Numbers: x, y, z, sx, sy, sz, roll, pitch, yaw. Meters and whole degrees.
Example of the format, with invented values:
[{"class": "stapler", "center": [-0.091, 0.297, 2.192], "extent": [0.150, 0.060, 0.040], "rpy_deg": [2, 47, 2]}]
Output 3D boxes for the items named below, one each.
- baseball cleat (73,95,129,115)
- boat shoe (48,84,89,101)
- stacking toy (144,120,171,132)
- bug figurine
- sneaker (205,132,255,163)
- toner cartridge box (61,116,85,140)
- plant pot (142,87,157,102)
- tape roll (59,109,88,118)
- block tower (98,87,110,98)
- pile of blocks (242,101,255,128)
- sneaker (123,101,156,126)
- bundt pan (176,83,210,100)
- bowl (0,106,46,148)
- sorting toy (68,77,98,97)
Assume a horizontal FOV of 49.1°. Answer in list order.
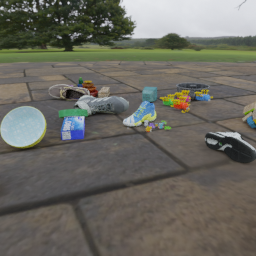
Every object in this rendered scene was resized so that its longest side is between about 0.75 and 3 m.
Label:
[{"class": "baseball cleat", "center": [-1.276, -0.887, 12.654], "extent": [2.549, 0.889, 1.357], "rpy_deg": [5, 33, 27]}, {"class": "boat shoe", "center": [-3.286, -1.888, 15.253], "extent": [2.282, 0.820, 0.679], "rpy_deg": [6, 16, 1]}, {"class": "stacking toy", "center": [1.131, -0.070, 10.997], "extent": [0.978, 0.230, 0.737], "rpy_deg": [0, 21, -7]}, {"class": "bug figurine", "center": [2.872, -1.382, 14.033], "extent": [2.534, 0.652, 1.965], "rpy_deg": [-20, 21, -35]}, {"class": "sneaker", "center": [3.427, 0.451, 8.730], "extent": [1.087, 0.713, 1.890], "rpy_deg": [-12, 20, -25]}, {"class": "toner cartridge box", "center": [-2.061, -0.027, 10.608], "extent": [0.794, 0.361, 1.671], "rpy_deg": [-3, 20, -7]}, {"class": "plant pot", "center": [1.109, -1.744, 14.997], "extent": [0.700, 0.701, 0.992], "rpy_deg": [6, 23, 17]}, {"class": "tape roll", "center": [-2.283, -0.590, 11.705], "extent": [1.184, 0.285, 1.184], "rpy_deg": [-4, -2, 0]}, {"class": "block tower", "center": [-1.358, -2.014, 16.128], "extent": [0.460, 0.429, 1.590], "rpy_deg": [2, 20, 3]}, {"class": "pile of blocks", "center": [5.211, -0.315, 11.324], "extent": [0.630, 0.832, 2.026], "rpy_deg": [41, 28, -12]}, {"class": "sneaker", "center": [0.478, -0.639, 11.526], "extent": [1.722, 0.904, 0.652], "rpy_deg": [-18, 26, -42]}, {"class": "bundt pan", "center": [3.650, -2.056, 15.836], "extent": [1.882, 0.706, 1.882], "rpy_deg": [0, 19, 0]}, {"class": "bowl", "center": [-3.407, 0.076, 9.429], "extent": [1.456, 1.456, 0.784], "rpy_deg": [0, -22, 1]}, {"class": "sorting toy", "center": [-2.882, -2.369, 16.310], "extent": [2.357, 0.968, 1.417], "rpy_deg": [1, 20, 5]}]
